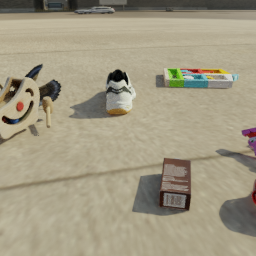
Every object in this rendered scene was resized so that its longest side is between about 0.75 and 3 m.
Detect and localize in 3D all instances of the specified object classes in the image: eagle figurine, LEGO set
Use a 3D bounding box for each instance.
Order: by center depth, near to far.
[{"bbox_3d":[3.586,0.300,5.805,2.059,0.845,0.785,-16,-22,32],"label":"LEGO set"},{"bbox_3d":[-2.864,-1.131,8.206,1.131,1.137,1.498,7,30,36],"label":"eagle figurine"}]

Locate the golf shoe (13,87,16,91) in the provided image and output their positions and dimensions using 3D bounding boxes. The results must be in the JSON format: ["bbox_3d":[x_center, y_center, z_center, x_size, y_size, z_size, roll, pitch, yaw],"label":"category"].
[{"bbox_3d":[-3.646,-1.332,9.699,0.506,0.416,1.070,-14,30,-28],"label":"golf shoe"}]

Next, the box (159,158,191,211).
[{"bbox_3d":[0.835,0.949,4.916,0.517,0.387,1.033,5,27,10],"label":"box"}]

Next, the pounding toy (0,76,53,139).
[{"bbox_3d":[-2.514,-0.565,6.749,1.193,1.190,2.080,9,27,22],"label":"pounding toy"}]

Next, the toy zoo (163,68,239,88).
[{"bbox_3d":[2.952,-2.053,11.339,2.953,0.302,1.937,2,25,3],"label":"toy zoo"}]

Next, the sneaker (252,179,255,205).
[{"bbox_3d":[2.641,0.896,4.721,1.001,0.624,1.867,10,30,14],"label":"sneaker"}]

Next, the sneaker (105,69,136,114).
[{"bbox_3d":[-0.216,-1.370,8.954,0.973,1.128,2.572,-3,24,-2],"label":"sneaker"}]
